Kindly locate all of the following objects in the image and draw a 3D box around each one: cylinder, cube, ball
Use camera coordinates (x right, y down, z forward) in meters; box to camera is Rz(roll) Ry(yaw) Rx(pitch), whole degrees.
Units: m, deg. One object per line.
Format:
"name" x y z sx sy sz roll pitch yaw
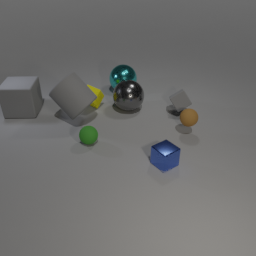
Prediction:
"cylinder" -2.211 -1.292 11.344 1.400 1.400 1.400 47 37 -8
"cube" 1.234 0.924 9.309 0.700 0.700 0.700 -21 37 -30
"ball" 0.021 -1.440 12.466 1.400 1.400 1.400 0 32 0
"ball" -1.453 0.261 10.323 0.700 0.700 0.700 0 32 0
"cube" -4.677 -1.358 12.308 1.400 1.400 1.400 -1 33 -1
"cube" -1.599 -1.416 12.645 0.700 0.700 0.700 24 81 16
"cube" 2.281 -1.211 12.188 0.700 0.700 0.700 -31 8 13
"ball" 2.333 -0.399 10.709 0.700 0.700 0.700 0 32 0
"ball" -0.247 -2.508 14.194 1.400 1.400 1.400 0 32 0
